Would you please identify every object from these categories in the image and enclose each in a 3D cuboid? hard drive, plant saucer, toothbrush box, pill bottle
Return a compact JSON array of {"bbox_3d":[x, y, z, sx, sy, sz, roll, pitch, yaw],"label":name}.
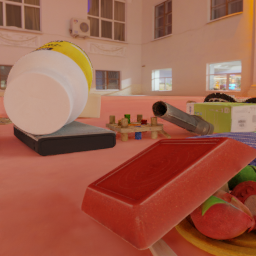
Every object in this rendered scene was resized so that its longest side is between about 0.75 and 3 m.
[{"bbox_3d":[-1.494,0.144,6.186,1.574,0.371,2.255,-5,9,-32],"label":"hard drive"},{"bbox_3d":[0.249,0.407,2.476,1.250,0.230,1.252,-30,10,-25],"label":"plant saucer"},{"bbox_3d":[2.762,-0.333,8.062,1.340,0.792,1.840,-5,10,-26],"label":"toothbrush box"},{"bbox_3d":[-1.589,-0.937,5.962,1.556,1.556,2.779,0,23,-3],"label":"pill bottle"}]

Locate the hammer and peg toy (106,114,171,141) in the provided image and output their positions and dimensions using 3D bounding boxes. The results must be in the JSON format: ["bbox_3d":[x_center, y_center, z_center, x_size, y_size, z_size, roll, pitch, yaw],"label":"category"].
[{"bbox_3d":[0.339,-0.051,6.944,1.544,0.545,1.136,-3,9,-23],"label":"hammer and peg toy"}]

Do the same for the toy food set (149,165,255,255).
[{"bbox_3d":[1.013,0.538,2.341,1.964,0.642,1.156,-1,8,-7],"label":"toy food set"}]

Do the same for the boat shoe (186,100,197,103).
[{"bbox_3d":[2.550,-0.926,11.052,0.332,0.367,1.031,30,5,-24],"label":"boat shoe"}]

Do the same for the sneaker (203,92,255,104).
[{"bbox_3d":[4.190,-0.668,10.568,2.801,1.077,1.241,15,5,42],"label":"sneaker"}]

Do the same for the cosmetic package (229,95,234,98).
[{"bbox_3d":[4.577,-1.181,13.843,1.069,0.889,0.895,0,8,4],"label":"cosmetic package"}]

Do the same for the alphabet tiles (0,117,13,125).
[{"bbox_3d":[-4.941,-0.268,10.282,2.024,0.076,1.692,1,8,8],"label":"alphabet tiles"}]

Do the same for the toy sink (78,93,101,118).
[{"bbox_3d":[-2.236,-0.963,11.660,1.926,1.079,1.255,2,6,-23],"label":"toy sink"}]

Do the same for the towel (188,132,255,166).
[{"bbox_3d":[2.271,0.330,5.495,2.568,0.306,1.859,-5,7,-40],"label":"towel"}]

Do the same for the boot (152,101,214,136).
[{"bbox_3d":[1.238,-0.250,6.997,1.492,0.541,1.356,14,3,-20],"label":"boot"}]
